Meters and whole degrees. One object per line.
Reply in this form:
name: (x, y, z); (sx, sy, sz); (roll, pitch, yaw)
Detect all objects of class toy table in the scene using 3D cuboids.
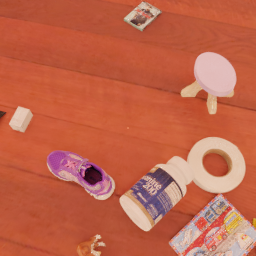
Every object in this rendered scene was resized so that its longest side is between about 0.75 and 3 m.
toy table: (2.888, -1.551, 9.807); (1.893, 1.206, 2.059); (8, 52, 6)

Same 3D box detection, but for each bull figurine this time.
bull figurine: (-0.936, 4.075, 8.457); (0.960, 0.515, 1.581); (-30, 69, -16)

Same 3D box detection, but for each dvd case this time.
dvd case: (0.707, -5.335, 13.297); (1.124, 0.169, 1.539); (37, 68, 16)

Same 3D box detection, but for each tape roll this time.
tape roll: (3.109, 1.286, 9.912); (2.012, 0.368, 2.012); (0, 64, 1)

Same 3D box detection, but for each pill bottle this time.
pill bottle: (0.964, 1.927, 8.656); (2.287, 1.269, 1.269); (-38, 70, -21)

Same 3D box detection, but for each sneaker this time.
sneaker: (-1.629, 1.403, 9.427); (2.589, 1.145, 1.041); (26, 68, 14)

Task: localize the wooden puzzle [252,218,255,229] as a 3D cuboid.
wooden puzzle: (4.739, 3.754, 8.774); (1.904, 0.223, 1.284); (25, 66, 11)

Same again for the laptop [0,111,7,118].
laptop: (-5.263, -0.316, 10.887); (0.753, 0.466, 0.804); (14, 36, 6)

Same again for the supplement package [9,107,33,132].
supplement package: (-4.051, -0.324, 10.644); (0.481, 0.475, 0.793); (16, 65, 8)

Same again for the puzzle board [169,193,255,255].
puzzle board: (2.773, 3.518, 8.834); (2.411, 0.210, 1.817); (-38, 68, -14)
